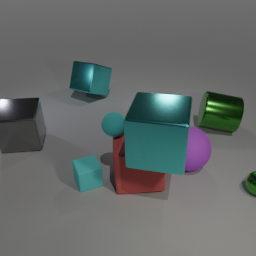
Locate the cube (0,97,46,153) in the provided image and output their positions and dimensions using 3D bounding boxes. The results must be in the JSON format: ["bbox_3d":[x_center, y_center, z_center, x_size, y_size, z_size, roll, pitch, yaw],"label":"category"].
[{"bbox_3d":[-3.820,-0.113,9.981,1.400,1.400,1.400,-4,39,-7],"label":"cube"}]

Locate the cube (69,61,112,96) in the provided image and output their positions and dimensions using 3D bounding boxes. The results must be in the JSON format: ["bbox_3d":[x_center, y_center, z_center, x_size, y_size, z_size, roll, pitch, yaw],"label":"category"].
[{"bbox_3d":[-1.845,-2.449,13.891,1.400,1.400,1.400,16,9,33],"label":"cube"}]

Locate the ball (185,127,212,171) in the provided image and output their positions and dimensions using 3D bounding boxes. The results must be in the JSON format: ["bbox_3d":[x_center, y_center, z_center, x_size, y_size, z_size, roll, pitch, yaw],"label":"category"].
[{"bbox_3d":[1.894,0.650,8.792,1.400,1.400,1.400,0,29,0],"label":"ball"}]

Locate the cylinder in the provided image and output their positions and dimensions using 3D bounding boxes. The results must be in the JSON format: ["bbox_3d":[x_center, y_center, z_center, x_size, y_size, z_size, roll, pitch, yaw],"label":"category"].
[{"bbox_3d":[3.584,-0.631,10.948,1.400,1.400,1.400,12,30,4],"label":"cylinder"}]

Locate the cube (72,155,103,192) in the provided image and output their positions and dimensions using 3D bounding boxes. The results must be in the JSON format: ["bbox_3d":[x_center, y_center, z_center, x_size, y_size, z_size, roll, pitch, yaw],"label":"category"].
[{"bbox_3d":[-1.190,1.333,8.267,0.700,0.700,0.700,-13,34,-20],"label":"cube"}]

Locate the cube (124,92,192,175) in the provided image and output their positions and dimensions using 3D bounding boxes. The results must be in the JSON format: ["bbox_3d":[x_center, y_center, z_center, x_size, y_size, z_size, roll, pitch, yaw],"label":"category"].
[{"bbox_3d":[0.755,0.091,6.780,1.400,1.400,1.400,6,34,12],"label":"cube"}]

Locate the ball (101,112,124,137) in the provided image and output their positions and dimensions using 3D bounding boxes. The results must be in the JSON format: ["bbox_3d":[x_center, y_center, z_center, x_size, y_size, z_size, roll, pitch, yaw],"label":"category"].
[{"bbox_3d":[-0.398,-0.100,7.882,0.700,0.700,0.700,0,29,0],"label":"ball"}]

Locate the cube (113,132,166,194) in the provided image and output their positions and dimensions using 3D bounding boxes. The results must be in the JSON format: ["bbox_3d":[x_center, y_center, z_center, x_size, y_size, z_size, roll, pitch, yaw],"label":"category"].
[{"bbox_3d":[0.300,0.912,8.210,1.400,1.400,1.400,-4,31,-1],"label":"cube"}]

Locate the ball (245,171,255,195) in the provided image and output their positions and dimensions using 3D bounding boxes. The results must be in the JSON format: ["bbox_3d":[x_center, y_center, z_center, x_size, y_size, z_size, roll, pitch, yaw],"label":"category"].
[{"bbox_3d":[3.675,1.551,7.858,0.700,0.700,0.700,0,29,0],"label":"ball"}]
